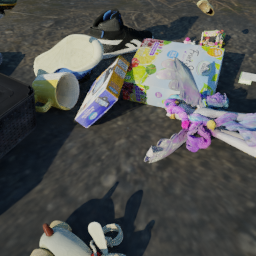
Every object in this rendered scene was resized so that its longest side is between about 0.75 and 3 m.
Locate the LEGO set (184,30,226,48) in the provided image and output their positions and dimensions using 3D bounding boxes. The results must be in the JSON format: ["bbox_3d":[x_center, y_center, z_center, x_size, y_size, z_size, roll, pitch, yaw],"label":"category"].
[{"bbox_3d":[3.462,-3.697,11.432,2.335,0.869,1.074,-23,44,-26],"label":"LEGO set"}]

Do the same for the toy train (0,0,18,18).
[{"bbox_3d":[-2.750,-3.180,5.521,0.787,1.847,1.053,-21,13,-40],"label":"toy train"}]

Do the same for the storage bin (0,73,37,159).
[{"bbox_3d":[-3.524,-0.171,6.501,1.698,1.177,2.511,24,42,12],"label":"storage bin"}]

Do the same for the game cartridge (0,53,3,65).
[{"bbox_3d":[-5.675,-1.820,9.350,1.929,0.585,2.893,4,38,0],"label":"game cartridge"}]

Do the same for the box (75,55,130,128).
[{"bbox_3d":[-0.689,-0.979,7.656,0.470,1.349,2.265,39,34,-17],"label":"box"}]

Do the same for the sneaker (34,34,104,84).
[{"bbox_3d":[-1.445,-2.026,8.488,2.754,1.057,1.532,-11,0,39],"label":"sneaker"}]

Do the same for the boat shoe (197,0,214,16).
[{"bbox_3d":[2.298,-3.503,8.171,0.759,0.281,0.252,1,61,-43],"label":"boat shoe"}]

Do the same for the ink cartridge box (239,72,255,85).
[{"bbox_3d":[4.148,-1.641,9.377,0.759,0.182,0.553,16,41,19],"label":"ink cartridge box"}]

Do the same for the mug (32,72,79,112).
[{"bbox_3d":[-2.222,-1.081,7.979,1.094,1.067,1.332,10,16,25],"label":"mug"}]

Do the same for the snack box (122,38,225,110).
[{"bbox_3d":[1.381,-1.622,8.446,2.589,0.876,2.183,13,55,15],"label":"snack box"}]

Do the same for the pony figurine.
[{"bbox_3d":[1.685,-0.163,6.323,2.734,2.277,2.640,19,10,28],"label":"pony figurine"}]

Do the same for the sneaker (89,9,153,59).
[{"bbox_3d":[-0.110,-3.854,10.977,2.989,1.672,1.092,-27,46,-30],"label":"sneaker"}]

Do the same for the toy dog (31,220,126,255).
[{"bbox_3d":[-0.788,1.858,4.455,1.588,0.765,1.047,-3,38,-4],"label":"toy dog"}]
